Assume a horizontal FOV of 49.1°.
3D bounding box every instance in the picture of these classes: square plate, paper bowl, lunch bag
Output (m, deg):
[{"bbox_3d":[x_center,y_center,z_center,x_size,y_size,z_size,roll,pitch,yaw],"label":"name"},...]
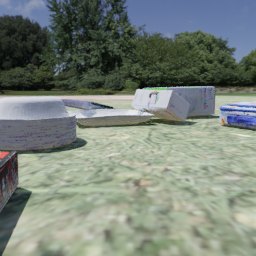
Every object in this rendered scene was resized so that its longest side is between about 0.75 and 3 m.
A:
[{"bbox_3d":[-0.834,-0.458,11.323,2.951,0.420,2.923,-3,8,-18],"label":"square plate"},{"bbox_3d":[-2.433,-0.207,7.093,2.218,1.153,2.218,-1,8,0],"label":"paper bowl"},{"bbox_3d":[4.473,-0.438,9.680,1.889,0.891,2.358,-8,10,-35],"label":"lunch bag"}]

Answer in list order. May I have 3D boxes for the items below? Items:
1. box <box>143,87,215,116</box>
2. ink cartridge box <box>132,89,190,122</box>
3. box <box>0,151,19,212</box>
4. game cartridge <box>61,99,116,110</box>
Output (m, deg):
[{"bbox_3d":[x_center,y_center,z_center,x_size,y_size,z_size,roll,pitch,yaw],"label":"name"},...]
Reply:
[{"bbox_3d":[2.451,-1.345,14.105,2.593,1.421,2.939,-5,8,-18],"label":"box"},{"bbox_3d":[1.346,-0.942,11.505,1.915,0.804,1.387,10,-12,45],"label":"ink cartridge box"},{"bbox_3d":[-2.207,0.758,2.454,1.846,0.538,2.696,-1,8,-9],"label":"box"},{"bbox_3d":[-1.828,-1.039,13.599,1.612,0.477,2.487,4,-2,36],"label":"game cartridge"}]
